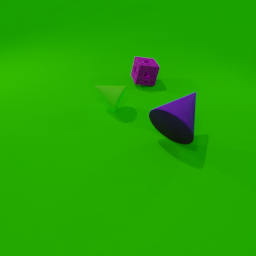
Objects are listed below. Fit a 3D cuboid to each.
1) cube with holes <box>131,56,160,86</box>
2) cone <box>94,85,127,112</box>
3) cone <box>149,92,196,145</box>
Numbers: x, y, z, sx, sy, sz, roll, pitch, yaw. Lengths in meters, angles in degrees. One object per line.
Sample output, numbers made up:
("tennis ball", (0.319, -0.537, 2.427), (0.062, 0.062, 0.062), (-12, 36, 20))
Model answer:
("cube with holes", (0.645, -2.181, 10.757), (0.792, 0.792, 0.792), (2, 36, -17))
("cone", (-0.681, -1.163, 9.184), (0.972, 0.968, 0.968), (29, 42, 3))
("cone", (1.547, -0.522, 7.802), (1.401, 1.401, 1.406), (26, 66, 30))
